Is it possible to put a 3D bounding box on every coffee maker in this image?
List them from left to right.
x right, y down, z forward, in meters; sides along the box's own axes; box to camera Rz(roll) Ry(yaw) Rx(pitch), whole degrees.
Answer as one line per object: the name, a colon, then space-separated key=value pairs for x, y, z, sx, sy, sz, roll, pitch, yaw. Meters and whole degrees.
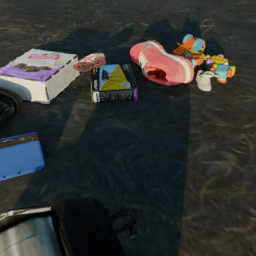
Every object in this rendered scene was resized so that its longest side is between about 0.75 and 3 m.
coffee maker: x=-0.364 y=2.217 z=3.356 sx=2.519 sy=1.766 sz=2.622 roll=-17 pitch=40 yaw=-23

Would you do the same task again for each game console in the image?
game console: x=-2.856 y=0.681 z=6.848 sx=1.453 sy=0.860 sz=1.240 roll=-13 pitch=7 yaw=-18

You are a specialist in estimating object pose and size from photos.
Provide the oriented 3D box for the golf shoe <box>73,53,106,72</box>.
golf shoe: x=-1.359 y=-2.329 z=9.880 sx=1.186 sy=0.431 sz=0.546 roll=-12 pitch=51 yaw=6

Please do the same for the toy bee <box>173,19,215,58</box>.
toy bee: x=2.871 y=-3.351 z=11.792 sx=2.189 sy=1.190 sz=1.433 roll=-27 pitch=53 yaw=1

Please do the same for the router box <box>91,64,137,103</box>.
router box: x=-0.537 y=-1.589 z=9.657 sx=1.467 sy=0.502 sz=1.966 roll=-5 pitch=36 yaw=-6

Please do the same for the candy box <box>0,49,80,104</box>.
candy box: x=-3.096 y=-1.884 z=9.773 sx=1.973 sy=0.841 sz=2.352 roll=10 pitch=37 yaw=14

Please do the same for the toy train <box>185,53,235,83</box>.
toy train: x=2.988 y=-2.196 z=10.493 sx=1.637 sy=0.606 sz=2.179 roll=-10 pitch=36 yaw=-6

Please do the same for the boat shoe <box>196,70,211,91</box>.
boat shoe: x=2.691 y=-1.744 z=9.899 sx=0.414 sy=0.478 sz=1.120 roll=0 pitch=36 yaw=0

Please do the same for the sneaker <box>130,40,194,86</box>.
sneaker: x=0.915 y=-2.382 z=10.256 sx=1.298 sy=1.103 sz=2.992 roll=-27 pitch=44 yaw=-31

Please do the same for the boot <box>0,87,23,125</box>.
boot: x=-4.432 y=-0.570 z=7.911 sx=2.393 sy=0.900 sz=1.789 roll=11 pitch=38 yaw=14
